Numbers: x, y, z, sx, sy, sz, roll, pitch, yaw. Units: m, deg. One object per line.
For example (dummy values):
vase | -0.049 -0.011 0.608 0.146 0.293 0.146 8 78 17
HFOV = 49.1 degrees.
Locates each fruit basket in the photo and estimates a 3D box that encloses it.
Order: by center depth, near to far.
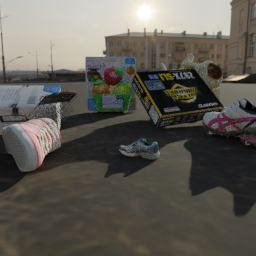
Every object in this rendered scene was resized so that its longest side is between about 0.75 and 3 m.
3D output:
fruit basket | -0.809 -2.119 13.700 2.527 2.728 1.279 0 11 -6

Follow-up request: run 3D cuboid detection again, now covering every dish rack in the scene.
dish rack | -2.218 -0.359 7.992 1.850 0.505 1.419 -41 -10 29

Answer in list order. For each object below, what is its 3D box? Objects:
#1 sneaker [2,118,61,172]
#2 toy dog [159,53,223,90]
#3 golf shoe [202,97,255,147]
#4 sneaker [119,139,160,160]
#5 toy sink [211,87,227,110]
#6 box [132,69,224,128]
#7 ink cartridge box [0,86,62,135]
sneaker | -2.064 0.254 6.480 1.307 0.941 2.501 -13 12 -29
toy dog | 3.030 -2.251 12.997 2.640 2.559 1.842 -18 -32 6
golf shoe | 3.335 -0.297 8.403 1.010 1.281 2.783 -2 11 -26
sneaker | 0.273 0.456 6.777 1.038 0.448 0.403 5 13 23
toy sink | 3.983 -1.554 14.717 2.127 1.191 1.386 -4 12 -19
box | 1.914 -1.272 11.005 2.949 0.728 2.354 -8 52 -25
ink cartridge box | -3.618 -0.656 9.552 2.544 1.072 1.857 -2 30 -8
